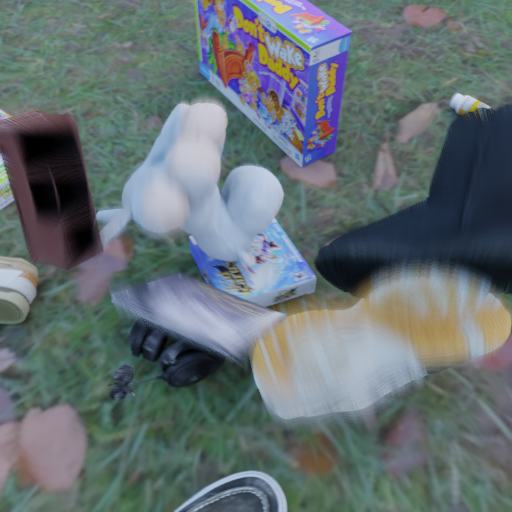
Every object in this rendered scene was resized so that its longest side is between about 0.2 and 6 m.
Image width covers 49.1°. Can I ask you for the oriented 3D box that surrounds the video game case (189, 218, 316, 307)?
[{"bbox_3d":[-0.093,0.112,8.673,1.465,0.367,1.616,-17,47,-17],"label":"video game case"}]

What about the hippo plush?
[{"bbox_3d":[-0.687,-0.593,7.645,2.019,2.511,2.000,32,16,-26],"label":"hippo plush"}]

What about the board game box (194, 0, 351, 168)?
[{"bbox_3d":[0.136,-3.775,10.536,0.833,2.503,3.722,-28,56,-20],"label":"board game box"}]

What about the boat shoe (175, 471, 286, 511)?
[{"bbox_3d":[-0.971,3.392,5.744,3.263,1.157,1.176,-34,59,-24],"label":"boat shoe"}]

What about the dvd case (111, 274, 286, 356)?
[{"bbox_3d":[-0.725,0.686,7.268,1.847,0.147,1.373,20,20,27],"label":"dvd case"}]

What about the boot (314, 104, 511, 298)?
[{"bbox_3d":[2.374,-0.681,7.232,2.920,1.115,2.454,-7,47,43],"label":"boot"}]

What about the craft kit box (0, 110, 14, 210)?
[{"bbox_3d":[-5.167,-1.701,10.182,2.343,0.576,2.372,30,58,25],"label":"craft kit box"}]

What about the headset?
[{"bbox_3d":[-1.160,1.190,7.520,1.280,0.974,2.073,35,45,15],"label":"headset"}]

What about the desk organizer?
[{"bbox_3d":[-2.483,-0.785,6.821,0.696,1.808,0.648,11,30,31],"label":"desk organizer"}]

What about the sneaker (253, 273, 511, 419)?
[{"bbox_3d":[1.346,1.054,6.233,2.813,1.233,1.064,-11,49,-5],"label":"sneaker"}]

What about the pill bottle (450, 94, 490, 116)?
[{"bbox_3d":[4.281,-2.961,11.240,0.401,0.401,0.723,-35,59,-24],"label":"pill bottle"}]

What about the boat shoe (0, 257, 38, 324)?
[{"bbox_3d":[-4.550,0.375,8.346,2.554,0.955,0.874,10,48,-3],"label":"boat shoe"}]
